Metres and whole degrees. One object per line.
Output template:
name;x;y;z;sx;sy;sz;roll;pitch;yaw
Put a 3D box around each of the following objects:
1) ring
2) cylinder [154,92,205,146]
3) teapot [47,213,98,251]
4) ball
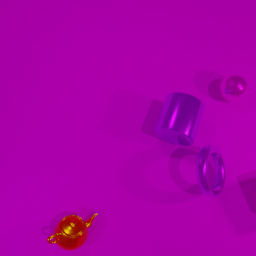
ring;2.246;1.151;7.533;0.284;1.421;1.421;-6;68;41
cylinder;1.474;-0.246;8.051;1.173;1.173;1.173;20;74;6
teapot;-1.437;2.659;7.346;1.461;0.715;0.909;-15;46;-36
ball;3.219;-1.229;8.530;0.842;0.842;0.842;0;73;0
